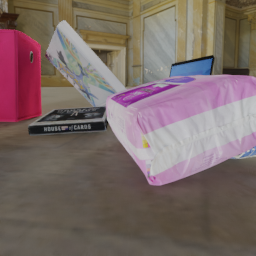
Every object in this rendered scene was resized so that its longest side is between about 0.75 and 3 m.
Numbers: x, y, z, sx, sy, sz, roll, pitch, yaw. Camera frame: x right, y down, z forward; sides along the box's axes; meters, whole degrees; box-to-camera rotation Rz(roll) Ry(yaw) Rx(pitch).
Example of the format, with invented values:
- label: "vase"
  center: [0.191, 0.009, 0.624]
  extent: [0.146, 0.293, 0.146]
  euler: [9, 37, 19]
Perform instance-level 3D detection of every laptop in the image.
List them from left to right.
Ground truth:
- label: "laptop"
  center: [1.196, -1.051, 7.987]
  extent: [2.178, 1.125, 1.930]
  euler: [-28, 16, -22]

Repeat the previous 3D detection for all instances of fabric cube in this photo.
- label: "fabric cube"
  center: [-4.277, -1.575, 8.836]
  extent: [2.551, 2.543, 2.503]
  euler: [1, 6, -2]

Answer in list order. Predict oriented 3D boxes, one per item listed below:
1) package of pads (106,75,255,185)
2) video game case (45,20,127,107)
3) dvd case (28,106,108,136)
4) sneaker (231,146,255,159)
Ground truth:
- label: "package of pads"
  center: [0.662, -0.189, 4.695]
  extent: [1.754, 1.102, 2.912]
  euler: [-17, 13, -8]
- label: "video game case"
  center: [-1.329, -1.658, 8.774]
  extent: [0.313, 2.842, 2.591]
  euler: [-48, 14, -20]
- label: "dvd case"
  center: [-1.431, -0.260, 7.698]
  extent: [1.834, 0.302, 2.440]
  euler: [-4, 14, 0]
- label: "sneaker"
  center: [2.026, 0.257, 4.478]
  extent: [1.518, 0.575, 0.585]
  euler: [-14, 8, 29]
